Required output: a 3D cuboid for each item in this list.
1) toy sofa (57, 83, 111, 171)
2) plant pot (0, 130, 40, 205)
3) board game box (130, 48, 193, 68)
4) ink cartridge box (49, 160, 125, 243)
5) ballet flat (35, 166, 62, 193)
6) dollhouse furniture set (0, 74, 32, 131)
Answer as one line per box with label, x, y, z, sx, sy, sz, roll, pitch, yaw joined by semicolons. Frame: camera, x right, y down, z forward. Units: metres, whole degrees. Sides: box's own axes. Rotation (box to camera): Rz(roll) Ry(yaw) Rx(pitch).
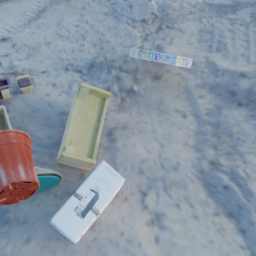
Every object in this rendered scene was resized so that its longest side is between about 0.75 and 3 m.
toy sofa;-1.302;-0.005;8.302;0.987;1.163;2.383;17;65;-16
plant pot;-2.802;0.990;6.636;1.379;1.379;1.342;-24;59;-13
board game box;1.093;-2.330;9.291;1.742;0.298;1.171;21;18;32
ink cartridge box;-0.982;1.885;7.007;0.787;1.351;1.855;40;68;9
ballet flat;-3.133;1.447;7.609;2.606;0.905;0.905;-17;62;-9
dollhouse furniture set;-3.601;-0.860;8.233;1.848;1.655;2.332;-18;61;-20
